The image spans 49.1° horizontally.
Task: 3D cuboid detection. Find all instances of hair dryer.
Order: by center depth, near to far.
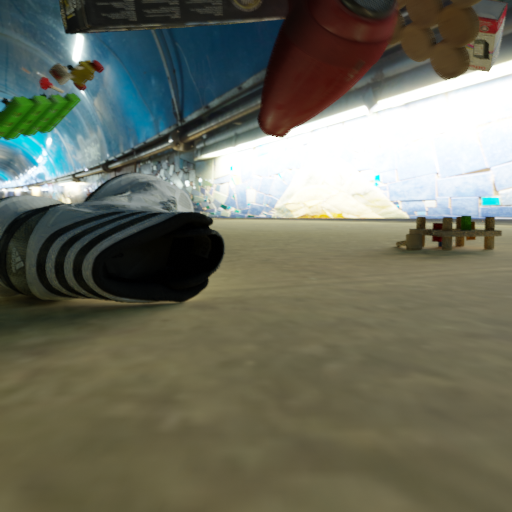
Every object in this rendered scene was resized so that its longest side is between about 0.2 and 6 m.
[{"bbox_3d":[0.630,-3.012,6.097,1.018,3.748,2.855,-2,32,-19],"label":"hair dryer"}]

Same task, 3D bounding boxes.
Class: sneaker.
[{"bbox_3d":[-0.904,-0.083,5.141,1.647,1.080,2.862,11,16,19],"label":"sneaker"}]

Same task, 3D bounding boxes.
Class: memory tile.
[{"bbox_3d":[1.994,-3.130,6.484,0.169,2.013,1.543,-35,59,-16],"label":"memory tile"}]

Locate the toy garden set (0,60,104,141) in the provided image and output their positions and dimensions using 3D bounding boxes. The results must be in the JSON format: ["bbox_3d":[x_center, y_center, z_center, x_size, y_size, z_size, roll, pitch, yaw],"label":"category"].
[{"bbox_3d":[-3.131,-2.369,8.247,1.514,0.362,1.816,-39,8,17],"label":"toy garden set"}]

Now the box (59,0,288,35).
[{"bbox_3d":[-0.991,-3.319,7.258,2.820,0.692,2.273,-13,22,-21],"label":"box"}]

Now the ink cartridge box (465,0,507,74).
[{"bbox_3d":[4.323,-4.380,11.129,0.994,0.577,1.347,21,-22,25],"label":"ink cartridge box"}]

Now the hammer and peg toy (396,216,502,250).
[{"bbox_3d":[3.428,-0.445,10.410,1.742,0.614,1.281,-1,5,-14],"label":"hammer and peg toy"}]
